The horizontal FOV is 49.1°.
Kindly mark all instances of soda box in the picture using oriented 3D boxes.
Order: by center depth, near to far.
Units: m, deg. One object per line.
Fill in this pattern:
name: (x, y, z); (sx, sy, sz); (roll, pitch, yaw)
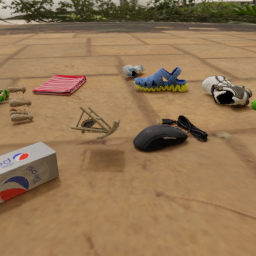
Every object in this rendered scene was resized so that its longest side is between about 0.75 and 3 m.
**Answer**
soda box: (-2.527, 1.005, 5.781); (2.097, 0.665, 0.716); (-22, 33, -39)

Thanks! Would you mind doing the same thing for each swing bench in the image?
swing bench: (-0.767, -0.082, 7.013); (0.983, 0.638, 0.978); (24, 3, 3)

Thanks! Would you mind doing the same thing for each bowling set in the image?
bowling set: (-3.615, -0.735, 9.401); (0.685, 1.276, 0.888); (-5, -8, -24)

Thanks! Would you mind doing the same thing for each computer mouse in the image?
computer mouse: (1.069, -0.012, 8.135); (2.210, 0.509, 1.552); (-8, 27, -18)

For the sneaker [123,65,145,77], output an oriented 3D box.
sneaker: (0.354, -2.856, 14.266); (0.603, 0.608, 1.677); (-31, -7, 35)

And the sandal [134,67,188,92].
sandal: (1.425, -2.129, 12.075); (2.334, 1.016, 0.928); (-2, 27, 0)

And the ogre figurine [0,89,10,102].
ogre figurine: (-5.198, -1.191, 10.449); (0.942, 0.771, 1.572); (18, 41, -2)

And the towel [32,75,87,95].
towel: (-2.993, -1.974, 12.599); (1.724, 0.268, 2.384); (3, 26, 9)

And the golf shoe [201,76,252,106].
golf shoe: (3.554, -1.448, 10.775); (1.069, 0.879, 2.262); (-16, 28, -30)

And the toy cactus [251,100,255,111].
toy cactus: (4.859, -0.559, 7.649); (1.318, 2.126, 2.577); (4, 21, -45)
